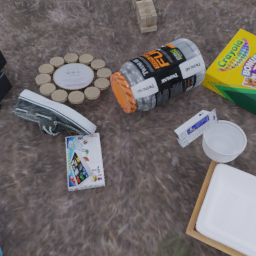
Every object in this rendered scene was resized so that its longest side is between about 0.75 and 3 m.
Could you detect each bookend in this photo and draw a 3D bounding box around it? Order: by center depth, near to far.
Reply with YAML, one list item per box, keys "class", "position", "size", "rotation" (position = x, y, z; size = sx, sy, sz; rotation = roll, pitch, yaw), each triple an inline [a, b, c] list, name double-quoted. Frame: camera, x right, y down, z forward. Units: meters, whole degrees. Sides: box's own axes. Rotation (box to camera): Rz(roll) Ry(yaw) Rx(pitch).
- class: "bookend"
  position: [-4.927, -2.015, 9.882]
  size: [2.052, 0.945, 2.039]
  rotation: [23, 65, 11]

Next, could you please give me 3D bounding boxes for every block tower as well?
- class: "block tower"
  position: [0.612, -5.111, 11.606]
  size: [0.669, 0.716, 2.477]
  rotation: [-10, 64, -5]

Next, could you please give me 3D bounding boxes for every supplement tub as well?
- class: "supplement tub"
  position: [0.949, -1.674, 9.269]
  size: [2.820, 1.728, 1.728]
  rotation: [-27, 66, -14]

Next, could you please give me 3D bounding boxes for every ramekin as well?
- class: "ramekin"
  position: [2.585, 0.406, 7.667]
  size: [1.127, 0.591, 1.127]
  rotation: [-1, 55, 1]

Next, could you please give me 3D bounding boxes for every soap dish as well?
- class: "soap dish"
  position: [3.215, 2.419, 7.495]
  size: [2.845, 1.155, 2.238]
  rotation: [22, 65, 12]

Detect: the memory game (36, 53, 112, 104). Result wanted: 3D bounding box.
- class: "memory game"
  position: [-1.895, -1.806, 9.908]
  size: [2.675, 0.170, 2.675]
  rotation: [2, 50, -2]

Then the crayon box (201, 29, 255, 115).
- class: "crayon box"
  position: [4.321, -2.065, 9.997]
  size: [2.266, 0.766, 2.626]
  rotation: [34, 68, 16]

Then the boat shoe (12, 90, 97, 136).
- class: "boat shoe"
  position: [-2.423, -0.244, 9.050]
  size: [2.983, 1.075, 1.058]
  rotation: [22, 75, 22]

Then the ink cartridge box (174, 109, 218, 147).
- class: "ink cartridge box"
  position: [1.560, -0.035, 6.361]
  size: [1.038, 0.516, 0.203]
  rotation: [-34, 45, -4]

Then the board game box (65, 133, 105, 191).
- class: "board game box"
  position: [-1.344, 1.019, 8.693]
  size: [1.081, 0.296, 1.713]
  rotation: [-7, 63, -4]

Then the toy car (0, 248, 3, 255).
- class: "toy car"
  position: [-3.637, 3.975, 5.780]
  size: [2.480, 2.804, 2.584]
  rotation: [-32, 68, -15]
